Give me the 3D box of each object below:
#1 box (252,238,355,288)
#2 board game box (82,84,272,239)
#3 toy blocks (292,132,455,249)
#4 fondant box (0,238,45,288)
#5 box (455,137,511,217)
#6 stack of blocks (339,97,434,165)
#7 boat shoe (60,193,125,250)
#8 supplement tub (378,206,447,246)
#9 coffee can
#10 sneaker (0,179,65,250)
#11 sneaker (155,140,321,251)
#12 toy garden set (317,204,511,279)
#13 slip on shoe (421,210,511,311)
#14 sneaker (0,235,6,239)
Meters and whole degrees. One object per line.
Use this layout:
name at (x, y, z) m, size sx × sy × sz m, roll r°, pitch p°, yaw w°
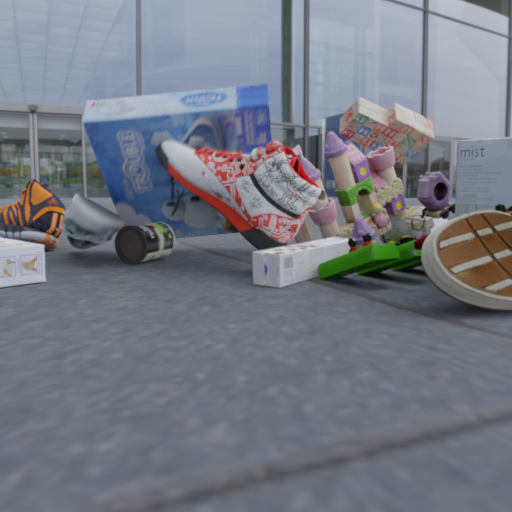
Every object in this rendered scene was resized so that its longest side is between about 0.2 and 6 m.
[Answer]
box at (0.789, 0.061, 8.445) m, size 0.462 × 0.495 × 2.389 m, roll 6°, pitch 11°, yaw 34°
board game box at (-1.176, -1.514, 10.021) m, size 2.972 × 2.986 × 0.648 m, roll -5°, pitch 51°, yaw 2°
toy blocks at (1.936, -1.453, 10.797) m, size 2.420 × 2.180 × 2.590 m, roll -31°, pitch 22°, yaw -25°
fondant box at (-4.094, 0.133, 7.562) m, size 1.410 × 0.569 × 1.955 m, roll 7°, pitch 11°, yaw 43°
box at (4.441, -0.825, 8.817) m, size 1.167 × 2.131 × 2.415 m, roll -5°, pitch 8°, yaw -33°
stack of blocks at (2.757, -2.707, 11.881) m, size 1.713 × 0.502 × 0.986 m, roll 20°, pitch -35°, yaw -17°
boat shoe at (-3.032, -0.518, 10.119) m, size 0.968 × 0.842 × 2.626 m, roll 30°, pitch -9°, yaw -20°
supplement tub at (3.296, -0.599, 11.809) m, size 1.236 × 0.896 × 0.896 m, roll 8°, pitch 11°, yaw 44°
coffee can at (-1.952, -0.239, 9.896) m, size 0.669 × 0.669 × 0.914 m, roll 3°, pitch 9°, yaw 23°
sneaker at (-5.024, -0.914, 11.838) m, size 2.375 × 1.330 × 0.921 m, roll 7°, pitch -17°, yaw 15°
sneaker at (-0.245, -1.330, 8.587) m, size 2.643 × 1.416 × 0.882 m, roll 41°, pitch 17°, yaw 15°
toy garden set at (2.552, -0.277, 7.906) m, size 2.694 × 0.538 × 2.246 m, roll -5°, pitch -11°, yaw -32°
slip on shoe at (3.110, 0.067, 6.738) m, size 3.128 × 1.189 × 0.948 m, roll -11°, pitch -20°, yaw -29°
sneaker at (-5.465, -0.233, 10.794) m, size 0.591 × 0.596 × 1.643 m, roll -7°, pitch -9°, yaw 17°
